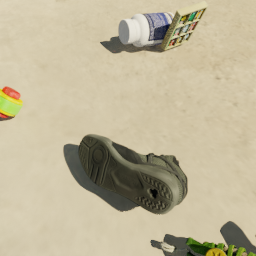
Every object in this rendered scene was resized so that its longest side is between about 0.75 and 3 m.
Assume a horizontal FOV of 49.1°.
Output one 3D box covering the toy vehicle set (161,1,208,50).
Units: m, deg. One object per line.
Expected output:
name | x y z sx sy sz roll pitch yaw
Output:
toy vehicle set | 1.974 -3.611 10.044 1.178 1.897 0.251 -25 76 -17

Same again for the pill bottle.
pill bottle | 0.738 -3.705 10.557 2.104 1.168 1.168 -16 48 -28

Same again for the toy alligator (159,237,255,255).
toy alligator | 1.614 2.291 5.029 2.280 0.756 0.548 10 68 34

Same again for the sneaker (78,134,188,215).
sneaker | 0.153 0.920 6.344 2.716 1.038 1.556 22 10 31

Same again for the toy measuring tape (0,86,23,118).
toy measuring tape | -3.481 -0.699 7.501 0.907 0.907 2.466 3 3 3
